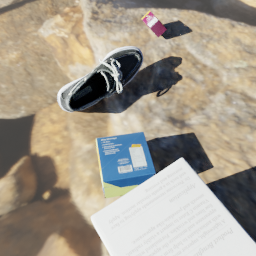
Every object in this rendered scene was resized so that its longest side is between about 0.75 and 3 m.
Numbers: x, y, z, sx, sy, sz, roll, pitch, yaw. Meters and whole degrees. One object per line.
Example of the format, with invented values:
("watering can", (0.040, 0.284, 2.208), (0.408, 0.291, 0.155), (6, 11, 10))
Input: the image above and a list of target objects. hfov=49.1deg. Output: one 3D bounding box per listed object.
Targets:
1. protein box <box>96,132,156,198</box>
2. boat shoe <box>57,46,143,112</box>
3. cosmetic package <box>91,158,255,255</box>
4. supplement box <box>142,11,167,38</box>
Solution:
("protein box", (-0.080, 0.826, 6.410), (1.151, 0.782, 1.159), (-8, 50, -8))
("boat shoe", (-0.588, -1.389, 7.725), (2.904, 1.072, 0.992), (-32, 22, -21))
("cosmetic package", (0.847, 2.185, 4.803), (1.891, 1.893, 2.295), (-30, 60, -12))
("supplement box", (0.890, -3.579, 9.629), (0.421, 0.534, 0.815), (-41, 46, 17))
